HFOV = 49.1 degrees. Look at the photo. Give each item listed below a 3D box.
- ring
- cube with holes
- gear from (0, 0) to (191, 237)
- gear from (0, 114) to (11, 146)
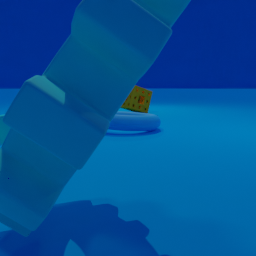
[{"bbox_3d":[-0.077,-0.197,7.165,1.823,0.365,1.823,3,6,0],"label":"ring"},{"bbox_3d":[0.267,-1.146,11.169,0.905,0.905,0.905,13,-1,-36],"label":"cube with holes"},{"bbox_3d":[-0.282,-0.233,2.041,0.363,1.965,1.965,34,6,-7],"label":"gear"},{"bbox_3d":[-2.164,0.164,3.353,1.756,0.325,1.756,-12,9,2],"label":"gear"}]
